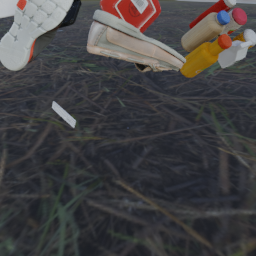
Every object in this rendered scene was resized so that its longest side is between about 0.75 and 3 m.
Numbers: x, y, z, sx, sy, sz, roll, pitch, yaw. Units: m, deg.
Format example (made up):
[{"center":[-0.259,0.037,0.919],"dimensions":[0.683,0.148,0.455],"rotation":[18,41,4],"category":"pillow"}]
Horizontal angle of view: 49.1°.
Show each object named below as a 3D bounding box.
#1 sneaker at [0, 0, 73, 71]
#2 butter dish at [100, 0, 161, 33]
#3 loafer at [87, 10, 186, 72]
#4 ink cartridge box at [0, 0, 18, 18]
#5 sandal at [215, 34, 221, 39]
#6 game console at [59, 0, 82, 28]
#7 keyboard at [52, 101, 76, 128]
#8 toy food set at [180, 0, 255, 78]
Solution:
[{"center":[-1.984,-2.317,6.258],"dimensions":[2.377,0.916,0.973],"rotation":[-38,7,24],"category":"sneaker"},{"center":[-0.130,-4.130,9.458],"dimensions":[1.923,1.928,1.425],"rotation":[-47,45,-5],"category":"butter dish"},{"center":[0.145,-1.099,4.086],"dimensions":[1.748,0.550,0.628],"rotation":[13,18,-43],"category":"loafer"},{"center":[-2.978,-3.462,7.129],"dimensions":[1.861,1.120,2.561],"rotation":[-15,26,-8],"category":"ink cartridge box"},{"center":[2.411,-2.852,8.099],"dimensions":[0.373,0.251,0.928],"rotation":[-19,66,-17],"category":"sandal"},{"center":[-2.662,-3.902,8.431],"dimensions":[2.181,1.270,1.918],"rotation":[-8,49,14],"category":"game console"},{"center":[-1.498,-0.314,6.515],"dimensions":[0.783,0.220,0.042],"rotation":[41,38,17],"category":"keyboard"},{"center":[2.477,-2.367,6.916],"dimensions":[2.935,1.401,1.321],"rotation":[-23,-3,-33],"category":"toy food set"}]
